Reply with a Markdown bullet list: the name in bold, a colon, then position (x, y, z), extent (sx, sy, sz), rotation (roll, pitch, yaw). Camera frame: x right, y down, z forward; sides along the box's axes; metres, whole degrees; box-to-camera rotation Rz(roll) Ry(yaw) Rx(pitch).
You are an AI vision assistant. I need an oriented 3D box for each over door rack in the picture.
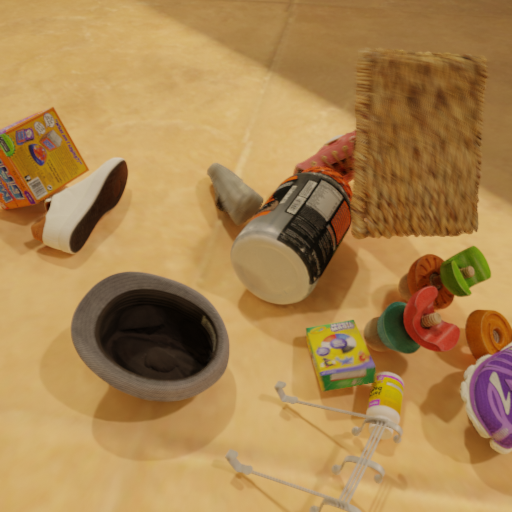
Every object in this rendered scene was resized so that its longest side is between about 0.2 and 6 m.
- **over door rack**: position (0.731, 2.378, 6.813), extent (1.754, 0.584, 1.296), rotation (12, 43, 32)

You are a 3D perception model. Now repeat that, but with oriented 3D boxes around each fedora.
- **fedora**: position (-1.432, 1.259, 7.742), extent (2.126, 0.960, 1.880), rotation (19, 46, 1)

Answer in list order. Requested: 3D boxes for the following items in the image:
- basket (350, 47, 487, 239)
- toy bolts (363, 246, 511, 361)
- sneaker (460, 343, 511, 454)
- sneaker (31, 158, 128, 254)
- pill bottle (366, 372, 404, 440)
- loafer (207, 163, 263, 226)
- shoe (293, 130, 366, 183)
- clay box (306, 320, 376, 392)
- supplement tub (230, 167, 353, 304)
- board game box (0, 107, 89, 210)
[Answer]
- **basket**: position (1.943, -1.535, 7.995), extent (1.860, 2.497, 1.782), rotation (-2, 8, -12)
- **toy bolts**: position (2.576, 1.011, 8.272), extent (1.960, 1.359, 1.872), rotation (-23, 86, -37)
- **sneaker**: position (3.663, 1.440, 7.259), extent (2.652, 1.106, 1.069), rotation (-34, 78, -31)
- **sneaker**: position (-3.312, -1.127, 10.525), extent (1.053, 0.906, 2.488), rotation (14, 45, 12)
- **pill bottle**: position (1.692, 1.974, 7.379), extent (0.431, 0.431, 0.826), rotation (11, 43, 12)
- **loafer**: position (-0.556, -1.226, 10.789), extent (0.720, 0.721, 2.063), rotation (-52, 32, 8)
- **shoe**: position (1.673, -1.676, 10.208), extent (1.284, 1.008, 2.822), rotation (-41, 14, -13)
- **clay box**: position (1.156, 1.336, 7.969), extent (0.751, 0.311, 1.306), rotation (-10, 29, -2)
- **supplement tub**: position (0.705, -0.433, 9.348), extent (1.454, 1.454, 2.373), rotation (18, 43, 19)
- **board game box**: position (-4.349, -1.833, 10.664), extent (1.346, 1.347, 1.346), rotation (-2, 33, 42)
